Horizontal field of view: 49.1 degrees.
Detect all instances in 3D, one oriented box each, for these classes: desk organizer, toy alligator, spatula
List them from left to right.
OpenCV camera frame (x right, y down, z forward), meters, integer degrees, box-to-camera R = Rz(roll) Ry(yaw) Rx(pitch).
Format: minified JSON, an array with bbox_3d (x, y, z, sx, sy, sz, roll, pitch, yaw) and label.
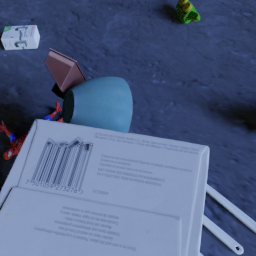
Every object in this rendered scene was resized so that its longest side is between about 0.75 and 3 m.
[{"bbox_3d":[-1.480,-1.118,6.610,0.639,1.782,0.686,27,84,3],"label":"desk organizer"},{"bbox_3d":[2.362,-5.159,11.972,0.702,0.767,2.587,-35,48,25],"label":"toy alligator"},{"bbox_3d":[1.485,1.983,6.620,2.062,0.238,2.966,-37,64,-27],"label":"spatula"}]

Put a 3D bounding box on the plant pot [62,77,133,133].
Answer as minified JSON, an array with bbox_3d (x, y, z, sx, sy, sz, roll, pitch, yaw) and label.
[{"bbox_3d":[-0.799,-0.390,6.148,1.103,1.638,1.638,6,46,-31],"label":"plant pot"}]

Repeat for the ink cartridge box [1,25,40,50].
[{"bbox_3d":[-4.077,-3.464,10.698,1.215,0.511,0.887,-4,52,-4],"label":"ink cartridge box"}]

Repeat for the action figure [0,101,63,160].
[{"bbox_3d":[-2.609,-0.068,7.704,0.721,1.093,2.208,29,60,22],"label":"action figure"}]

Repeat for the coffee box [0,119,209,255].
[{"bbox_3d":[-0.427,1.946,4.813,2.860,2.832,2.864,10,58,7],"label":"coffee box"}]
